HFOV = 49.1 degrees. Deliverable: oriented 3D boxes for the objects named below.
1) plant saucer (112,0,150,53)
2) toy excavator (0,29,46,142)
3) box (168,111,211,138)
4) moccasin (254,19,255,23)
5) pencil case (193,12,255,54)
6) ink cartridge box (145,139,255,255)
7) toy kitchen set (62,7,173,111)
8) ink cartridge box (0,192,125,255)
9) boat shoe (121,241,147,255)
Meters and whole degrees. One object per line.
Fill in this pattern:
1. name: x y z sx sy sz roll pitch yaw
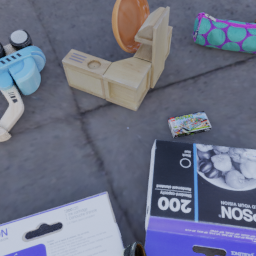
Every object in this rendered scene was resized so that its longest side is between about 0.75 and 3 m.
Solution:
1. plant saucer: 0.066 -2.938 7.709 0.317 1.692 1.692 14 58 32
2. toy excavator: -3.039 -1.111 7.424 2.294 1.179 2.360 -31 73 -16
3. box: 1.585 -0.097 7.268 0.993 0.172 0.547 -12 60 -7
4. moccasin: 5.077 -3.212 8.870 2.011 0.735 0.776 24 70 24
5. pencil case: 3.047 -2.868 8.464 2.103 0.972 0.895 12 58 6
6. ink cartridge box: 1.727 1.547 5.921 2.617 0.573 2.641 6 54 3
7. toy kitchen set: -0.187 -2.273 7.486 2.224 2.011 2.465 21 60 15
8. ink cartridge box: -1.323 2.977 5.140 2.882 0.631 2.909 -15 59 -9
9. boat shoe: 0.243 2.634 4.800 0.440 0.468 1.302 -42 45 24
